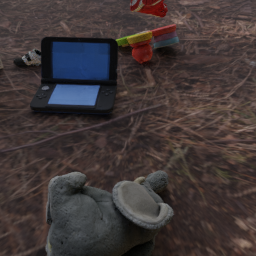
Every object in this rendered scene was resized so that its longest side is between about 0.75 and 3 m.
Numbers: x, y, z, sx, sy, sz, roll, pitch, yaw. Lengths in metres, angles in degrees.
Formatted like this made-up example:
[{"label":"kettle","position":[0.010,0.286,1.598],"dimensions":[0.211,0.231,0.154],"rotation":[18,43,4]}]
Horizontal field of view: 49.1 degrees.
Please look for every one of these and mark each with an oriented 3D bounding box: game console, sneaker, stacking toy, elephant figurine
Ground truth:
[{"label":"game console","position":[-1.603,-1.628,8.469],"dimensions":[2.491,1.474,2.126],"rotation":[2,41,3]},{"label":"sneaker","position":[-3.519,-2.614,10.243],"dimensions":[1.394,0.617,0.516],"rotation":[-5,43,-3]},{"label":"sneaker","position":[1.027,-4.264,9.306],"dimensions":[1.207,0.818,2.089],"rotation":[2,12,-28]},{"label":"stacking toy","position":[0.721,-3.286,11.140],"dimensions":[2.371,1.002,2.146],"rotation":[-27,22,-31]},{"label":"elephant figurine","position":[-0.039,1.560,4.852],"dimensions":[2.602,1.841,2.019],"rotation":[4,68,-19]}]

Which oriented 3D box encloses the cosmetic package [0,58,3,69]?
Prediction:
[{"label":"cosmetic package","position":[-5.751,-2.374,9.683],"dimensions":[2.270,0.963,1.221],"rotation":[-27,49,-26]}]
